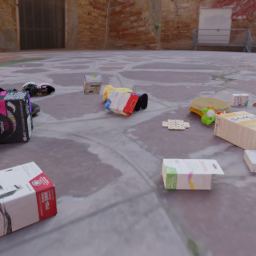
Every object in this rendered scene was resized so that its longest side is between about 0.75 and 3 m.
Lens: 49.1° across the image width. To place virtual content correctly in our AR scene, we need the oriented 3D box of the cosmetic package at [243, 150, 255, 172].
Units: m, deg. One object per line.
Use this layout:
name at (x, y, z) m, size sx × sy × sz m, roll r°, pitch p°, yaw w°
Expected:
cosmetic package at (4.326, 1.041, 8.599) m, size 1.262 × 0.326 × 0.952 m, roll 3°, pitch 23°, yaw 7°

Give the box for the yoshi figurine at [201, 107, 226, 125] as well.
yoshi figurine at (3.757, -0.311, 12.046) m, size 0.819 × 0.822 × 1.462 m, roll -47°, pitch 52°, yaw -8°

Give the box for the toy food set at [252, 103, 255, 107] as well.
toy food set at (7.151, -1.269, 15.153) m, size 1.038 × 0.163 × 0.660 m, roll -16°, pitch 24°, yaw -19°

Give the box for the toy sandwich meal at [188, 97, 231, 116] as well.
toy sandwich meal at (3.858, -0.902, 13.446) m, size 2.107 × 0.721 × 2.107 m, roll 3°, pitch 24°, yaw -1°

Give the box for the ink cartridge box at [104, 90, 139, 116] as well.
ink cartridge box at (-0.202, -1.190, 13.592) m, size 1.668 × 0.969 × 0.561 m, roll 15°, pitch -16°, yaw 35°

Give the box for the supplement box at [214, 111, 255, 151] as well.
supplement box at (4.519, 0.126, 10.268) m, size 1.472 × 0.859 × 2.336 m, roll -8°, pitch 21°, yaw -23°

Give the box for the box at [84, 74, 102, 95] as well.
box at (-1.444, -1.759, 11.447) m, size 0.668 × 0.345 × 1.146 m, roll -5°, pitch -16°, yaw -13°

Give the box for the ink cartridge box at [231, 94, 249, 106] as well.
ink cartridge box at (6.042, -1.516, 15.148) m, size 0.817 × 0.592 × 0.343 m, roll -1°, pitch 20°, yaw -2°

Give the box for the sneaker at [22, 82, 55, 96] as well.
sneaker at (-5.429, -2.390, 17.202) m, size 0.921 × 0.857 × 2.132 m, roll 17°, pitch 27°, yaw 36°

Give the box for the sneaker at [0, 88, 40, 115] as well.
sneaker at (-5.578, -1.285, 13.751) m, size 2.931 × 1.162 × 1.105 m, roll 11°, pitch 21°, yaw 24°

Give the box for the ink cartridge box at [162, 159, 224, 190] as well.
ink cartridge box at (1.747, 1.261, 7.700) m, size 1.520 × 0.512 × 0.890 m, roll 0°, pitch 20°, yaw 1°

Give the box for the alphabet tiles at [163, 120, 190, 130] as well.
alphabet tiles at (2.076, -0.135, 12.132) m, size 1.158 × 0.084 × 1.132 m, roll 2°, pitch 21°, yaw 5°

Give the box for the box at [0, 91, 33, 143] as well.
box at (-5.129, -0.408, 10.516) m, size 2.769 × 1.692 × 1.468 m, roll -4°, pitch 21°, yaw -11°

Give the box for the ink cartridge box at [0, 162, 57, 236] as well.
ink cartridge box at (-2.799, 1.612, 6.289) m, size 1.960 × 0.812 × 1.438 m, roll -14°, pitch 25°, yaw -35°

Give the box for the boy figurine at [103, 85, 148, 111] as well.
boy figurine at (-0.404, -1.675, 15.092) m, size 2.979 × 0.960 × 1.852 m, roll 17°, pitch 26°, yaw 41°
